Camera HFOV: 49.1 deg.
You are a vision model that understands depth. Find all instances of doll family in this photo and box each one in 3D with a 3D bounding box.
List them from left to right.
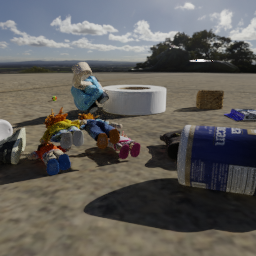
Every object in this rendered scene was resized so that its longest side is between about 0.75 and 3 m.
[{"bbox_3d":[-1.070,0.086,6.896,2.774,1.250,1.722,-7,16,-26],"label":"doll family"}]

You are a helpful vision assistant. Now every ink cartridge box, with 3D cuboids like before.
[{"bbox_3d":[4.791,-0.565,11.539,1.272,0.276,1.260,-2,15,-3],"label":"ink cartridge box"}]

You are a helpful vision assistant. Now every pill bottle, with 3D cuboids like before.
[{"bbox_3d":[-4.051,0.036,8.223,1.295,0.708,0.708,10,17,35],"label":"pill bottle"},{"bbox_3d":[2.017,0.586,5.074,2.091,1.162,1.162,5,15,18],"label":"pill bottle"}]

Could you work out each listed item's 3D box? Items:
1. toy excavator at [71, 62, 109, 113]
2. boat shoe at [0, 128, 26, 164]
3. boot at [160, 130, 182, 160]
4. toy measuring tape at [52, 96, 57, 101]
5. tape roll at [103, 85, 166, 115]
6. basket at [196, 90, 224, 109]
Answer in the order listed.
[{"bbox_3d":[-1.713,-1.555,11.015,2.143,1.101,2.204,-42,-19,28],"label":"toy excavator"},{"bbox_3d":[-2.917,0.375,7.025,0.593,0.630,1.753,2,16,-10],"label":"boat shoe"},{"bbox_3d":[1.706,0.342,7.252,1.753,0.607,1.526,1,13,6],"label":"boot"},{"bbox_3d":[-4.227,-1.739,16.231,0.285,0.285,0.774,0,14,0],"label":"toy measuring tape"},{"bbox_3d":[0.276,-1.372,13.121,3.006,1.051,3.006,0,15,0],"label":"tape roll"},{"bbox_3d":[3.996,-1.454,13.736,1.244,0.926,0.888,0,14,5],"label":"basket"}]
